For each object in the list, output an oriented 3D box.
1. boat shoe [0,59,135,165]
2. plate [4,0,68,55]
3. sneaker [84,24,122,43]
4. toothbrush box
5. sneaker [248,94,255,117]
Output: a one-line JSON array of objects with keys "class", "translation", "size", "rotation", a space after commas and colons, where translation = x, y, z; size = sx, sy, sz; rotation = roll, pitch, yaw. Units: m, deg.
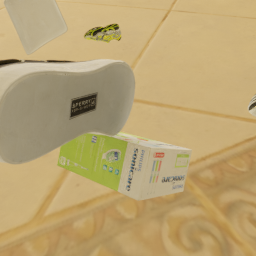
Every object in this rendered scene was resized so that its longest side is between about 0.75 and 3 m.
[{"class": "boat shoe", "translation": [-0.605, -0.257, 2.534], "size": [0.762, 0.804, 2.299], "rotation": [15, 18, 18]}, {"class": "plate", "translation": [-2.033, -2.511, 6.265], "size": [1.336, 1.334, 0.216], "rotation": [-19, 7, 28]}, {"class": "sneaker", "translation": [-0.551, -1.955, 5.973], "size": [0.886, 0.338, 0.334], "rotation": [3, 50, 28]}, {"class": "toothbrush box", "translation": [-0.057, 0.380, 3.579], "size": [1.376, 0.592, 1.002], "rotation": [15, 4, 39]}, {"class": "sneaker", "translation": [2.870, -0.306, 4.010], "size": [0.739, 1.129, 1.954], "rotation": [-44, 12, -37]}]
